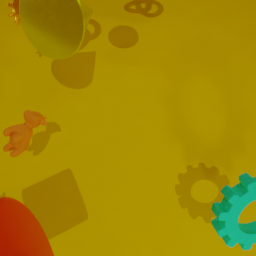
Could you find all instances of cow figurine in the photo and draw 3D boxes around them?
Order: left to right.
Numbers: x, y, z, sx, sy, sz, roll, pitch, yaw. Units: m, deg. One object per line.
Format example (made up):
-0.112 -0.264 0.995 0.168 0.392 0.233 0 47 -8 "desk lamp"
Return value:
-2.233 0.089 6.125 0.525 0.957 0.942 32 36 18 "cow figurine"
-2.542 -3.018 7.719 1.363 1.386 0.761 -5 82 -16 "cow figurine"

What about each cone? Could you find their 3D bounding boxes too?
-1.262 -2.600 6.446 1.653 1.653 1.659 24 35 14 "cone"

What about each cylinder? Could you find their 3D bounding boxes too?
-1.498 1.521 2.561 1.338 1.338 1.338 -25 61 -4 "cylinder"

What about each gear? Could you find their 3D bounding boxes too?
2.157 1.410 4.754 1.469 1.469 0.272 -11 25 -7 "gear"
